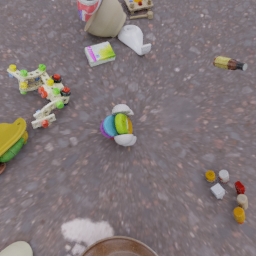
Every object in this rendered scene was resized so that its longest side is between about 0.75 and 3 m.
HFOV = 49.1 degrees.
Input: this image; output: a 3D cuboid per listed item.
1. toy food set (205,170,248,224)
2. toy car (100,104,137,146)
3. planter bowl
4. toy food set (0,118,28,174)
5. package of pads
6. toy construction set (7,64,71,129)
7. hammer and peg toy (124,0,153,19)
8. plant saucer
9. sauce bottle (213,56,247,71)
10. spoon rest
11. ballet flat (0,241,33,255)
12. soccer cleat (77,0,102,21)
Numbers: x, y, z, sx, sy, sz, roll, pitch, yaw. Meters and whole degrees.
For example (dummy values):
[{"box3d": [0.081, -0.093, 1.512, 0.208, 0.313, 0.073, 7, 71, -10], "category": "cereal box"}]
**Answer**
[{"box3d": [2.756, 1.787, 7.603, 0.716, 0.675, 1.500, -34, 46, -3], "category": "toy food set"}, {"box3d": [-0.313, -0.036, 8.195, 0.972, 1.296, 1.134, -8, 82, 10], "category": "toy car"}, {"box3d": [-0.759, -4.104, 10.493, 1.102, 1.638, 1.638, 24, 57, -23], "category": "planter bowl"}, {"box3d": [-3.786, 0.733, 8.109, 1.386, 0.770, 2.356, 20, 57, 39], "category": "toy food set"}, {"box3d": [-1.037, -2.730, 10.293, 0.979, 0.334, 0.756, -18, 63, -11], "category": "package of pads"}, {"box3d": [-2.754, -1.121, 8.925, 1.513, 1.063, 2.308, -13, 66, -35], "category": "toy construction set"}, {"box3d": [0.452, -5.116, 11.579, 1.090, 0.523, 1.482, -15, 61, -9], "category": "hammer and peg toy"}, {"box3d": [-0.144, 3.724, 6.018, 2.629, 0.481, 2.629, -8, 68, 21], "category": "plant saucer"}, {"box3d": [2.680, -1.674, 7.362, 0.305, 0.305, 0.924, -35, 39, -19], "category": "sauce bottle"}, {"box3d": [0.265, -3.318, 10.595, 0.971, 0.592, 1.954, -20, 48, -13], "category": "spoon rest"}, {"box3d": [-3.203, 3.864, 6.050, 1.042, 1.042, 2.999, 24, 62, 14], "category": "ballet flat"}, {"box3d": [-1.160, -4.564, 9.451, 0.824, 0.884, 2.416, 17, 51, -4], "category": "soccer cleat"}]
